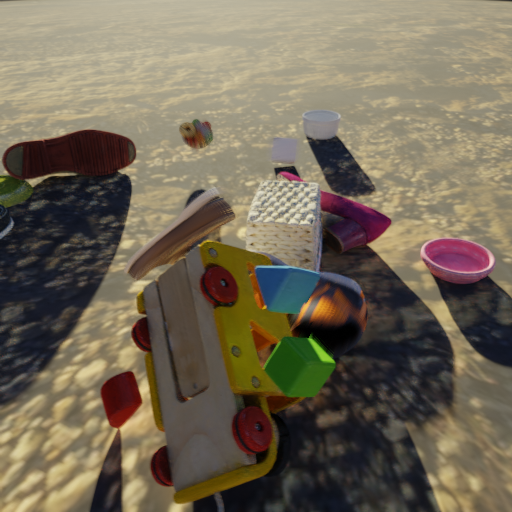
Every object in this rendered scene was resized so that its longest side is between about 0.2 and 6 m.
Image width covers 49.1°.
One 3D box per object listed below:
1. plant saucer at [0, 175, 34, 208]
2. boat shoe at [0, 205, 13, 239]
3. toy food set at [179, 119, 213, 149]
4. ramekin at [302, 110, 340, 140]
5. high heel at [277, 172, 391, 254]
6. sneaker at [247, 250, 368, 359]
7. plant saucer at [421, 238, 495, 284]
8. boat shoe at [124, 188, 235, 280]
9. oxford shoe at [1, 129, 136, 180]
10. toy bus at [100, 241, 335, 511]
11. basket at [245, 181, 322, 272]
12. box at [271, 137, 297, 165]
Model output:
[{"bbox_3d":[-5.781,-1.455,12.412,1.571,0.244,1.571,0,31,0],"label":"plant saucer"},{"bbox_3d":[-5.744,-0.508,10.028,1.124,0.897,2.972,22,32,22],"label":"boat shoe"},{"bbox_3d":[-1.491,-3.101,14.221,0.818,0.201,0.826,-21,71,-13],"label":"toy food set"},{"bbox_3d":[1.819,-3.682,15.754,1.069,0.561,1.069,0,32,0],"label":"ramekin"},{"bbox_3d":[1.448,-1.016,11.088,1.223,0.858,2.544,-24,52,-19],"label":"high heel"},{"bbox_3d":[0.244,0.704,7.891,2.688,1.043,1.506,6,23,6],"label":"sneaker"},{"bbox_3d":[3.497,0.107,9.780,1.237,0.314,1.237,1,32,0],"label":"plant saucer"},{"bbox_3d":[-1.118,-0.199,8.054,1.841,0.548,0.661,-40,3,12],"label":"boat shoe"},{"bbox_3d":[-4.422,-2.454,13.280,3.067,1.080,1.147,-8,16,-29],"label":"oxford shoe"},{"bbox_3d":[-0.231,1.416,6.299,1.599,3.094,2.919,13,8,-44],"label":"toy bus"},{"bbox_3d":[0.528,-0.465,9.903,1.273,1.158,1.878,4,32,8],"label":"basket"},{"bbox_3d":[0.692,-2.584,13.794,0.576,0.573,0.377,7,0,5],"label":"box"}]
